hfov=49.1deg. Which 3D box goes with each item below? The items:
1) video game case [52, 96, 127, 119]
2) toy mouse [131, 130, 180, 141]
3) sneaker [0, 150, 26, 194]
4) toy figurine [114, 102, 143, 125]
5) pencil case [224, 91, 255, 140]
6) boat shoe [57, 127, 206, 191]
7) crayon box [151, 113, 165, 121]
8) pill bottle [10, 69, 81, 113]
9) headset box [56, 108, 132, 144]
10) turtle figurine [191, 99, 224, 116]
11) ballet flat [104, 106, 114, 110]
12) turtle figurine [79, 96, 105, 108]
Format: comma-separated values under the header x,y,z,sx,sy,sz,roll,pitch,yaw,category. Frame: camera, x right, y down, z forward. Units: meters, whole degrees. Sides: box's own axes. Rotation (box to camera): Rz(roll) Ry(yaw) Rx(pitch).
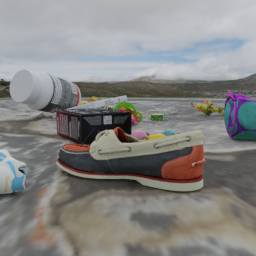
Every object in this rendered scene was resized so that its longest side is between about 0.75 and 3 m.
x,y,z,sx,sy,sz,roll,pitch,yaw,category
-1.585,-0.883,11.806,2.415,0.276,2.198,-11,6,34,video game case
0.606,0.201,6.136,1.568,0.303,1.393,2,8,18,toy mouse
-1.505,0.543,3.491,0.419,0.397,1.037,4,12,-24,sneaker
0.020,-0.325,9.481,1.069,0.803,0.984,23,19,-10,toy figurine
3.600,-0.284,6.484,2.558,1.182,1.089,0,35,10,pencil case
-0.058,0.330,3.781,2.187,0.684,0.778,3,10,30,boat shoe
1.213,-0.447,11.266,0.467,0.229,0.785,2,8,14,crayon box
-3.511,-1.513,12.155,1.647,1.647,2.842,4,-4,28,pill bottle
-0.941,-0.120,7.070,1.338,0.694,1.798,-5,8,-33,headset box
3.850,-0.892,13.004,1.646,0.657,2.041,8,-3,-3,turtle figurine
-0.903,-0.789,12.869,0.530,0.530,1.501,-2,8,-14,ballet flat
-2.052,-1.246,14.971,2.535,0.816,2.044,-1,9,31,turtle figurine
